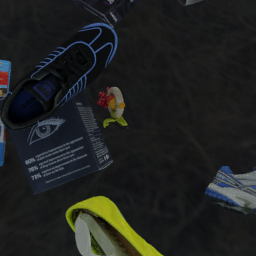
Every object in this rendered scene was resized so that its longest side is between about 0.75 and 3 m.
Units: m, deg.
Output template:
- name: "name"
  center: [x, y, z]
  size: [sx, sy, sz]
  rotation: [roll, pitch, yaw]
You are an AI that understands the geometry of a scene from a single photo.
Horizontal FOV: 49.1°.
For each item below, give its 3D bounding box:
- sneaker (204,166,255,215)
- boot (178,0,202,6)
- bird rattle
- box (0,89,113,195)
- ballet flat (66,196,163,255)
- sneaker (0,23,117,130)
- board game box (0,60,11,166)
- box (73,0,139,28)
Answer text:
- name: "sneaker"
  center: [2.599, 1.204, 5.236]
  size: [2.273, 0.876, 0.968]
  rotation: [10, 64, 41]
- name: "boot"
  center: [1.651, -3.383, 5.839]
  size: [1.661, 0.603, 1.511]
  rotation: [-17, 78, -4]
- name: "bird rattle"
  center: [-0.228, -0.418, 4.839]
  size: [0.457, 0.662, 0.812]
  rotation: [0, 59, -22]
- name: "box"
  center: [-1.274, 0.078, 5.110]
  size: [1.337, 0.942, 1.806]
  rotation: [-21, 89, 11]
- name: "ballet flat"
  center: [-0.051, 1.685, 3.434]
  size: [2.386, 0.800, 0.797]
  rotation: [36, 105, 43]
- name: "sneaker"
  center: [-0.923, -0.707, 3.956]
  size: [2.069, 0.806, 0.726]
  rotation: [-43, 107, 1]
- name: "board game box"
  center: [-3.625, -0.475, 5.275]
  size: [2.536, 0.709, 2.483]
  rotation: [4, 44, -23]
- name: "box"
  center: [-0.032, -3.633, 6.397]
  size: [2.587, 0.467, 1.849]
  rotation: [-45, 52, 1]
